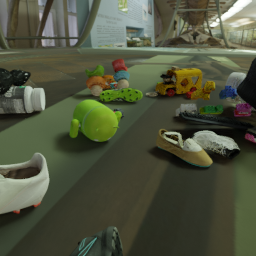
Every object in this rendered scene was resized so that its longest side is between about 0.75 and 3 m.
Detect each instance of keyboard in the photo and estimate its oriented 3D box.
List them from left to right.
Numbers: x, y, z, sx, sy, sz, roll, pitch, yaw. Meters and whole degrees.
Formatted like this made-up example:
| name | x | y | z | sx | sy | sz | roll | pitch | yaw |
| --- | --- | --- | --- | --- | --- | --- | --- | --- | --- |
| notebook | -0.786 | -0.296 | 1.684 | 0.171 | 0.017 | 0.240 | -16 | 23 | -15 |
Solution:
| name | x | y | z | sx | sy | sz | roll | pitch | yaw |
| --- | --- | --- | --- | --- | --- | --- | --- | --- | --- |
| keyboard | 2.869 | -0.276 | 9.225 | 2.347 | 0.242 | 1.491 | 10 | 10 | 0 |

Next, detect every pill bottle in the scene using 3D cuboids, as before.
| name | x | y | z | sx | sy | sz | roll | pitch | yaw |
| --- | --- | --- | --- | --- | --- | --- | --- | --- | --- |
| pill bottle | -4.229 | -1.094 | 10.853 | 1.836 | 1.038 | 1.038 | -2 | 20 | -6 |
| pill bottle | 5.379 | -1.385 | 10.772 | 2.953 | 1.635 | 1.635 | 18 | 27 | 39 |

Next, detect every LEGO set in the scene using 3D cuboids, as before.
| name | x | y | z | sx | sy | sz | roll | pitch | yaw |
| --- | --- | --- | --- | --- | --- | --- | --- | --- | --- |
| LEGO set | 3.179 | -1.106 | 10.205 | 2.766 | 1.055 | 1.135 | -1 | -19 | 2 |

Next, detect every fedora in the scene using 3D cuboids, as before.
| name | x | y | z | sx | sy | sz | roll | pitch | yaw |
| --- | --- | --- | --- | --- | --- | --- | --- | --- | --- |
| fedora | 4.249 | -1.448 | 8.644 | 1.269 | 2.778 | 2.778 | 32 | 30 | 17 |

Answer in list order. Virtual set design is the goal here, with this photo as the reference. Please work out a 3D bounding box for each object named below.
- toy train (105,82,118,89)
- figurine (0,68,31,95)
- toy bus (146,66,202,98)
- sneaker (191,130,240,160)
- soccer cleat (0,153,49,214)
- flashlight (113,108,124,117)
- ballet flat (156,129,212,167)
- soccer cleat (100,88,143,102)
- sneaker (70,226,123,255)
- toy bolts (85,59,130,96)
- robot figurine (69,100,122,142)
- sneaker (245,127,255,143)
| name | x | y | z | sx | sy | sz | roll | pitch | yaw |
| --- | --- | --- | --- | --- | --- | --- | --- | --- | --- |
| toy train | -0.780 | -2.282 | 15.090 | 1.255 | 0.465 | 1.671 | 3 | 17 | 13 |
| figurine | -5.091 | -1.400 | 10.762 | 2.380 | 1.025 | 2.323 | -34 | 5 | 17 |
| toy bus | 2.414 | -2.402 | 14.060 | 2.432 | 1.332 | 2.577 | 8 | 21 | 22 |
| sneaker | 2.307 | 0.437 | 7.219 | 1.286 | 0.485 | 0.740 | 9 | 17 | -10 |
| soccer cleat | -2.446 | 1.166 | 4.399 | 0.938 | 1.050 | 2.708 | 28 | 31 | 28 |
| flashlight | -0.712 | -0.477 | 10.099 | 1.220 | 0.413 | 0.414 | -20 | 25 | -41 |
| ballet flat | 1.384 | 0.464 | 7.251 | 0.610 | 0.560 | 1.778 | -16 | 26 | -38 |
| soccer cleat | -0.310 | -1.526 | 12.694 | 1.944 | 0.656 | 0.788 | -1 | 17 | 5 |
| sneaker | -0.457 | 1.896 | 3.459 | 0.653 | 0.622 | 1.649 | -13 | 13 | 7 |
| toy bolts | -0.835 | -2.237 | 14.094 | 2.134 | 1.480 | 2.038 | -17 | -25 | 17 |
| robot figurine | -1.005 | -0.237 | 8.478 | 1.606 | 1.059 | 1.830 | -11 | 23 | -28 |
| sneaker | 4.435 | -0.101 | 8.112 | 2.356 | 1.031 | 0.869 | -6 | 21 | -16 |
